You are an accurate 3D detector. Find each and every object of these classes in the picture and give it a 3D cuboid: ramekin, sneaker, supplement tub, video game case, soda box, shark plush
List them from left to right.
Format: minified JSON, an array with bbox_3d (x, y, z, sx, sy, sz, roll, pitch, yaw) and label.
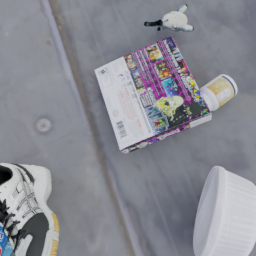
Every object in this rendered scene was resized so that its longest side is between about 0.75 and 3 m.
[{"bbox_3d":[-2.884,2.686,6.047,0.488,0.516,1.522,22,73,17],"label":"soda box"},{"bbox_3d":[-2.137,1.724,5.380,1.240,2.829,1.070,21,108,-31],"label":"sneaker"},{"bbox_3d":[0.505,-0.859,6.851,2.208,0.436,2.437,-23,64,7],"label":"video game case"},{"bbox_3d":[1.053,-2.622,7.257,1.593,0.663,0.724,-34,103,-37],"label":"shark plush"},{"bbox_3d":[2.207,-0.859,7.121,0.936,0.676,0.676,-34,75,-11],"label":"supplement tub"},{"bbox_3d":[1.974,1.760,5.665,0.865,1.858,1.858,14,73,8],"label":"ramekin"}]
